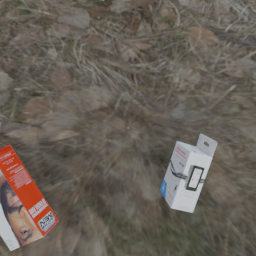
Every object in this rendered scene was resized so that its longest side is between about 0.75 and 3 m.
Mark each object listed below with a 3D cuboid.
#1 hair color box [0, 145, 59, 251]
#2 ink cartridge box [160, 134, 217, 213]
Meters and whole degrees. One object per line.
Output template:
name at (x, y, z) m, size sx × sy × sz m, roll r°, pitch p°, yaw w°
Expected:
hair color box at (-2.235, 1.332, 5.321) m, size 0.974 × 0.562 × 1.757 m, roll -30°, pitch 95°, yaw 24°
ink cartridge box at (1.206, 0.832, 5.751) m, size 0.507 × 0.866 × 1.494 m, roll 16°, pitch 98°, yaw -12°
